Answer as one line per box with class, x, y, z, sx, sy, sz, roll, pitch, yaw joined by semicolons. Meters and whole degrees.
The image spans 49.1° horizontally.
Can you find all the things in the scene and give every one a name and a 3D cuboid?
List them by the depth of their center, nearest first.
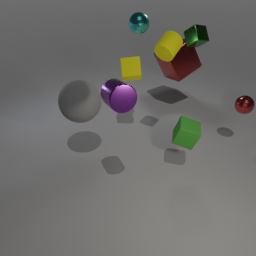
cylinder;-0.229;-0.779;6.720;0.700;0.700;0.700;-12;25;-19
cube;1.893;0.156;9.073;0.700;0.700;0.700;20;40;-3
cylinder;1.318;-2.661;9.115;0.700;0.700;0.700;22;66;32
ball;-1.566;-0.867;9.144;1.400;1.400;1.400;0;31;0
ball;0.371;-3.522;9.411;0.700;0.700;0.700;0;31;0
cube;0.110;-2.176;10.343;0.700;0.700;0.700;-5;-2;2
ball;4.314;-0.859;10.370;0.700;0.700;0.700;0;31;0
cube;2.926;-3.932;11.999;0.700;0.700;0.700;-8;-5;-33
cube;2.337;-3.236;13.232;1.400;1.400;1.400;-35;28;-7
